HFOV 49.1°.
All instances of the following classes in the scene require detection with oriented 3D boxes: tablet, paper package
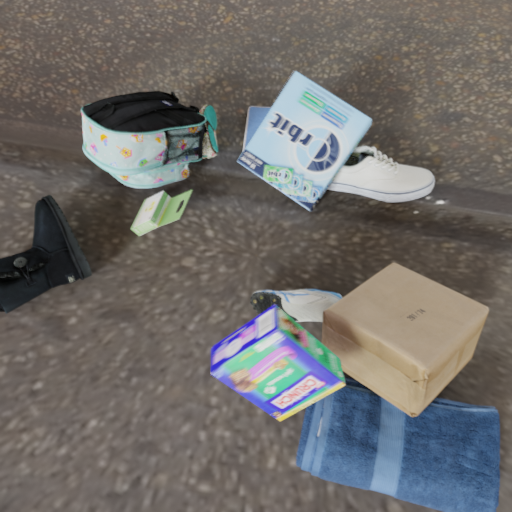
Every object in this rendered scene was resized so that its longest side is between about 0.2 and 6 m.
[{"bbox_3d":[0.322,-2.691,12.270,1.128,0.118,1.733,3,52,2],"label":"tablet"},{"bbox_3d":[2.150,1.133,8.239,1.775,0.964,1.863,30,43,34],"label":"paper package"}]

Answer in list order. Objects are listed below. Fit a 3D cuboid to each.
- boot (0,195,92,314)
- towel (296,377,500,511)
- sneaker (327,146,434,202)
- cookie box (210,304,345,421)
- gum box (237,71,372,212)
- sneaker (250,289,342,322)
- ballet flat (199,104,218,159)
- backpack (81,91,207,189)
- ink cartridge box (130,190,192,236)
[{"bbox_3d":[-4.018,-0.082,9.761,1.680,0.764,1.999,-23,61,-22],"label":"boot"},{"bbox_3d":[1.979,2.564,7.737,2.686,0.652,1.500,12,53,9],"label":"towel"},{"bbox_3d":[2.308,-1.657,10.967,2.420,0.857,0.884,5,52,4],"label":"sneaker"},{"bbox_3d":[0.279,1.408,7.169,1.142,1.335,0.502,-37,29,24],"label":"cookie box"},{"bbox_3d":[0.900,-2.149,10.605,1.714,0.449,2.017,36,98,8],"label":"gum box"},{"bbox_3d":[0.681,0.795,9.295,1.556,0.559,0.564,4,22,10],"label":"sneaker"},{"bbox_3d":[-1.134,-2.667,12.015,0.508,0.601,1.590,-21,45,17],"label":"ballet flat"},{"bbox_3d":[-2.264,-2.248,10.777,2.106,1.615,1.852,-14,43,-42],"label":"backpack"},{"bbox_3d":[-1.757,-0.864,10.352,1.110,0.266,0.808,-20,39,36],"label":"ink cartridge box"}]
